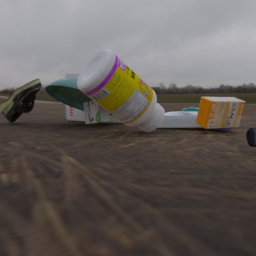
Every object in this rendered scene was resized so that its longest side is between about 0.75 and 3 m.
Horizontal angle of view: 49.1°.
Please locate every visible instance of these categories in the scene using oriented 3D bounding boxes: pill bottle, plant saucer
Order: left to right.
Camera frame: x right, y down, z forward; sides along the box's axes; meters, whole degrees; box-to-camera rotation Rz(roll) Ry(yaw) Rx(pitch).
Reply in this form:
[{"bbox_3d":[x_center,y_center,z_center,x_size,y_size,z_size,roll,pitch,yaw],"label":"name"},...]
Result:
[{"bbox_3d":[-1.459,-1.075,9.432,2.564,0.461,2.564,15,-12,3],"label":"plant saucer"},{"bbox_3d":[-0.082,-0.850,7.326,2.353,1.227,1.227,38,-17,-33],"label":"pill bottle"}]

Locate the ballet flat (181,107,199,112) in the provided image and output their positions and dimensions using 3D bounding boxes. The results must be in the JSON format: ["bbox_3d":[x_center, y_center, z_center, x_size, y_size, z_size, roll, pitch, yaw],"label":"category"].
[{"bbox_3d":[2.935,-0.563,11.930,1.673,0.600,0.600,-4,7,-21],"label":"ballet flat"}]

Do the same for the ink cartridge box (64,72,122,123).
[{"bbox_3d":[-1.112,-1.223,11.134,2.687,1.942,1.137,3,7,25],"label":"ink cartridge box"}]

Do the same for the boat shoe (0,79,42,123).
[{"bbox_3d":[-3.733,-0.921,10.020,2.518,0.827,0.900,-26,10,37],"label":"boat shoe"}]

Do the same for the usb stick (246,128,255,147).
[{"bbox_3d":[2.578,0.218,4.789,1.219,0.338,0.199,7,-22,-14],"label":"usb stick"}]

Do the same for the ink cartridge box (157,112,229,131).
[{"bbox_3d":[2.234,-0.291,9.296,2.286,0.464,2.282,2,7,25],"label":"ink cartridge box"}]

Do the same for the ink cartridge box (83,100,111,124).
[{"bbox_3d":[-1.090,-0.565,9.705,0.459,0.795,1.088,-7,1,-36],"label":"ink cartridge box"}]

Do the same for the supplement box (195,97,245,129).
[{"bbox_3d":[2.522,-0.424,7.638,1.232,0.776,0.453,-3,22,-26],"label":"supplement box"}]
